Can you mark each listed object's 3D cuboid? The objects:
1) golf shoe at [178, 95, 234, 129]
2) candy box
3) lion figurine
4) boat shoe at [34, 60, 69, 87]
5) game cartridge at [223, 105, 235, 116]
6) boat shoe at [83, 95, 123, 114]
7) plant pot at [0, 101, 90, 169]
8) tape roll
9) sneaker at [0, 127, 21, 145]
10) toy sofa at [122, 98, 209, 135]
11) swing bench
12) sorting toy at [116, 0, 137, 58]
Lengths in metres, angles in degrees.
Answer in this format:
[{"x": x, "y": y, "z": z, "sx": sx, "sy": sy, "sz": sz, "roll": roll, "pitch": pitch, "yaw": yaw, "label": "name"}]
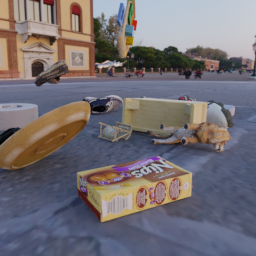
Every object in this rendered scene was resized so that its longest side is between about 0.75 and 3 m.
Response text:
[{"x": 2.640, "y": -0.377, "z": 10.696, "sx": 1.316, "sy": 1.154, "sz": 2.989, "roll": -31, "pitch": 25, "yaw": -19, "label": "golf shoe"}, {"x": 0.121, "y": 1.005, "z": 4.985, "sx": 1.793, "sy": 0.506, "sz": 1.046, "roll": -8, "pitch": 15, "yaw": -28, "label": "candy box"}, {"x": 1.734, "y": 0.181, "z": 8.168, "sx": 1.358, "sy": 0.804, "sz": 2.217, "roll": -1, "pitch": 6, "yaw": -38, "label": "lion figurine"}, {"x": -3.387, "y": -2.263, "z": 12.422, "sx": 1.940, "sy": 0.711, "sz": 0.723, "roll": -27, "pitch": 7, "yaw": 30, "label": "boat shoe"}, {"x": 4.378, "y": -0.836, "z": 13.675, "sx": 1.499, "sy": 0.468, "sz": 2.251, "roll": 12, "pitch": 16, "yaw": 28, "label": "game cartridge"}, {"x": -1.109, "y": -1.108, "z": 14.359, "sx": 2.308, "sy": 0.862, "sz": 1.070, "roll": -8, "pitch": 30, "yaw": -31, "label": "boat shoe"}, {"x": -1.780, "y": 0.247, "z": 6.198, "sx": 2.399, "sy": 0.330, "sz": 2.399, "roll": -34, "pitch": -6, "yaw": -4, "label": "plant pot"}, {"x": -4.796, "y": -0.491, "z": 11.242, "sx": 2.282, "sy": 0.754, "sz": 2.282, "roll": -1, "pitch": 12, "yaw": 0, "label": "tape roll"}, {"x": -2.437, "y": 0.325, "z": 7.075, "sx": 2.008, "sy": 0.771, "sz": 1.117, "roll": -10, "pitch": 1, "yaw": -26, "label": "sneaker"}, {"x": 1.284, "y": -0.388, "z": 9.785, "sx": 2.868, "sy": 1.188, "sz": 1.400, "roll": 9, "pitch": 10, "yaw": 35, "label": "toy sofa"}, {"x": -0.424, "y": 0.104, "z": 9.136, "sx": 0.814, "sy": 0.528, "sz": 0.810, "roll": -4, "pitch": 11, "yaw": -41, "label": "swing bench"}, {"x": 0.065, "y": -3.376, "z": 9.463, "sx": 0.405, "sy": 1.673, "sz": 2.971, "roll": 14, "pitch": -9, "yaw": 5, "label": "sorting toy"}]
